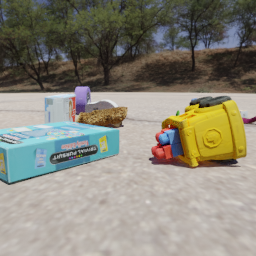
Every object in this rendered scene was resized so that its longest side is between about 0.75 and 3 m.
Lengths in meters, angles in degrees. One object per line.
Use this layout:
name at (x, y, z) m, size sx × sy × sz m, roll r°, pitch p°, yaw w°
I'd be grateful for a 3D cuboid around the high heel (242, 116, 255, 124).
high heel at (5.652, -0.542, 12.695) m, size 1.513 × 0.727 × 0.510 m, roll 5°, pitch 11°, yaw 28°

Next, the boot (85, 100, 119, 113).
boot at (-1.035, -1.068, 14.859) m, size 1.283 × 1.033 × 2.840 m, roll -14°, pitch 15°, yaw -38°

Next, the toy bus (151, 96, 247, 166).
toy bus at (1.531, 0.161, 7.052) m, size 2.111 × 1.492 × 2.199 m, roll -17°, pitch 9°, yaw -5°

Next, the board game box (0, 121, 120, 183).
board game box at (-2.039, 0.415, 6.942) m, size 2.251 × 0.700 × 2.982 m, roll 8°, pitch 13°, yaw 41°

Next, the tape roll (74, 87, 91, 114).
tape roll at (-2.678, -1.642, 16.647) m, size 0.683 × 1.608 × 1.608 m, roll 1°, pitch 9°, yaw 2°

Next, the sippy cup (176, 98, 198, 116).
sippy cup at (2.621, -0.365, 9.605) m, size 1.760 × 1.290 × 1.382 m, roll -2°, pitch 7°, yaw -40°

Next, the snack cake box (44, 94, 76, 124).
snack cake box at (-2.849, -0.738, 11.995) m, size 0.777 × 1.329 × 2.311 m, roll 2°, pitch 9°, yaw 1°

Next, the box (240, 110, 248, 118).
box at (5.804, -0.735, 14.808) m, size 0.604 × 0.422 × 0.793 m, roll -6°, pitch 11°, yaw -33°

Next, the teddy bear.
teddy bear at (-1.134, -0.402, 12.267) m, size 2.419 × 0.808 × 1.754 m, roll -6°, pitch 1°, yaw 9°
